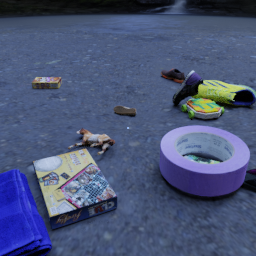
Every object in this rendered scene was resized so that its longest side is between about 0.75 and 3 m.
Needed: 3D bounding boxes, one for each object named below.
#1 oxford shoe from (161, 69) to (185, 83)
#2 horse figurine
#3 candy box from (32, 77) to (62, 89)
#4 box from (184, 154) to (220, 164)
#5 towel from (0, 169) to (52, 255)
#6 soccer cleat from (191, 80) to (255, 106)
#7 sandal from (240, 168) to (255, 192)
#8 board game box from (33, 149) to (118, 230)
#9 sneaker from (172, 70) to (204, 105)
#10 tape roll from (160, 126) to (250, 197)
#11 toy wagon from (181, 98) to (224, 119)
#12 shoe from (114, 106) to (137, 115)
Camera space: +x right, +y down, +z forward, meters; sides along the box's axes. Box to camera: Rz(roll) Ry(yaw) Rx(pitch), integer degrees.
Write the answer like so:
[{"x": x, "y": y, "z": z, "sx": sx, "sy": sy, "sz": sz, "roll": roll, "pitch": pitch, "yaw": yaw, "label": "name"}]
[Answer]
[{"x": 2.591, "y": -3.138, "z": 16.067, "sx": 0.653, "sy": 0.665, "sz": 1.834, "roll": -20, "pitch": 34, "yaw": -33, "label": "oxford shoe"}, {"x": -1.140, "y": 0.454, "z": 9.497, "sx": 1.818, "sy": 0.454, "sz": 1.205, "roll": 5, "pitch": 22, "yaw": 25, "label": "horse figurine"}, {"x": -4.339, "y": -2.422, "z": 15.024, "sx": 1.401, "sy": 0.395, "sz": 0.817, "roll": -1, "pitch": 29, "yaw": 1, "label": "candy box"}, {"x": 2.039, "y": 1.133, "z": 8.335, "sx": 1.129, "sy": 0.205, "sz": 0.815, "roll": 12, "pitch": 29, "yaw": 41, "label": "box"}, {"x": -3.090, "y": 2.023, "z": 6.330, "sx": 2.060, "sy": 0.691, "sz": 2.790, "roll": -14, "pitch": 31, "yaw": -26, "label": "towel"}, {"x": 4.321, "y": -1.569, "z": 12.751, "sx": 2.994, "sy": 0.968, "sz": 1.252, "roll": 6, "pitch": 23, "yaw": 9, "label": "soccer cleat"}, {"x": 3.607, "y": 1.379, "z": 7.715, "sx": 2.182, "sy": 0.522, "sz": 0.820, "roll": 9, "pitch": 29, "yaw": 19, "label": "sandal"}, {"x": -1.524, "y": 1.496, "z": 7.606, "sx": 1.671, "sy": 0.427, "sz": 2.467, "roll": -12, "pitch": 30, "yaw": -22, "label": "board game box"}, {"x": 2.604, "y": -1.553, "z": 12.223, "sx": 0.794, "sy": 1.813, "sz": 0.687, "roll": 42, "pitch": 46, "yaw": 16, "label": "sneaker"}, {"x": 2.130, "y": 0.840, "z": 8.024, "sx": 2.414, "sy": 0.792, "sz": 2.414, "roll": -1, "pitch": 30, "yaw": 1, "label": "tape roll"}, {"x": 3.130, "y": -0.922, "z": 12.195, "sx": 1.537, "sy": 0.392, "sz": 1.980, "roll": -7, "pitch": 29, "yaw": -14, "label": "toy wagon"}, {"x": -0.116, "y": -0.713, "z": 11.974, "sx": 1.056, "sy": 0.282, "sz": 0.369, "roll": 10, "pitch": 73, "yaw": 23, "label": "shoe"}]
